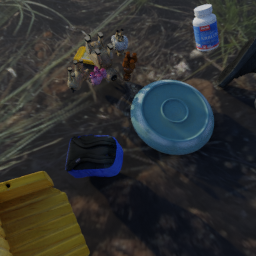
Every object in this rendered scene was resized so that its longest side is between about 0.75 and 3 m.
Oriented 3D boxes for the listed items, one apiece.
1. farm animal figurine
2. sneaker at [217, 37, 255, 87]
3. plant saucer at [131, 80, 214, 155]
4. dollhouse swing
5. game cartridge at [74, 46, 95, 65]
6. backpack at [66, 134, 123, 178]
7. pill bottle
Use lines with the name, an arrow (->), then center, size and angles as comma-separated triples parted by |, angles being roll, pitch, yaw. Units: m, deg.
farm animal figurine -> -0.823, -1.863, 8.311 | 2.078, 1.084, 2.055 | -11, 58, -9
sneaker -> 3.680, -1.845, 8.334 | 1.062, 2.037, 0.612 | 33, 14, -14
plant saucer -> 1.243, -0.412, 7.582 | 2.336, 0.320, 2.336 | 2, 63, -5
dollhouse swing -> -1.450, 1.661, 4.468 | 1.924, 1.861, 2.117 | -14, 66, -35
game cartridge -> -1.320, -2.419, 9.320 | 0.786, 0.128, 0.693 | 14, 56, 6
backpack -> -0.694, 0.671, 6.553 | 1.183, 0.993, 0.961 | -7, 64, 17
pill bottle -> 1.657, -2.140, 5.998 | 0.486, 0.865, 0.486 | -14, 34, 10
